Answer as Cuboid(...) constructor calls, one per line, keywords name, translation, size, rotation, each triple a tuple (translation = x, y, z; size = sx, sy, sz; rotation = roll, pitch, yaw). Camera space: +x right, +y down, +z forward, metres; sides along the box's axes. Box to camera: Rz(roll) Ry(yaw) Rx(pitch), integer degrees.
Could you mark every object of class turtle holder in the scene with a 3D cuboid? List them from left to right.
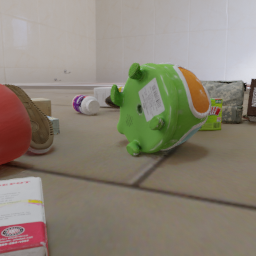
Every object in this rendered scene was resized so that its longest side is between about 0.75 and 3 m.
Cuboid(name="turtle holder", translation=(0.745, -0.276, 6.459), size=(1.820, 2.563, 1.947), rotation=(-7, 45, -29))

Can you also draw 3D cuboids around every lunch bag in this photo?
Cuboid(name="lunch bag", translation=(3.345, -1.008, 10.248), size=(1.787, 1.499, 1.245), rotation=(4, 12, 20))

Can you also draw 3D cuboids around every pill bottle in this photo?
Cuboid(name="pill bottle", translation=(-1.778, -0.989, 11.966), size=(0.792, 0.792, 1.409), rotation=(-8, 14, -34))

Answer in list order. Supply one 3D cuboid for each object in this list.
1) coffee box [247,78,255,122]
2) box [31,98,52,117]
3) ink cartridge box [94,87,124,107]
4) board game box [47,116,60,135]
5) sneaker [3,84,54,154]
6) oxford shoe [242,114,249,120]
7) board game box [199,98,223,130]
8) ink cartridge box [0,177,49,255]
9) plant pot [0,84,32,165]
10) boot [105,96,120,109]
Cuboid(name="coffee box", translation=(5.351, -0.859, 9.357), size=(2.381, 1.362, 0.949), rotation=(6, -9, 31))
Cuboid(name="box", translation=(-3.539, -0.464, 9.118), size=(1.924, 0.914, 0.748), rotation=(-11, 17, -39))
Cuboid(name="ink cartridge box", translation=(-0.365, -1.660, 14.691), size=(2.408, 1.031, 1.777), rotation=(0, 10, 15))
Cuboid(name="board game box", translation=(-2.436, -0.078, 8.290), size=(0.458, 0.450, 0.873), rotation=(-9, 15, -39))
Cuboid(name="sneaker", translation=(-2.662, 0.104, 6.982), size=(0.870, 1.374, 2.443), rotation=(-7, 43, -42))
Cuboid(name="oxford shoe", translation=(4.840, -0.485, 10.418), size=(1.109, 0.415, 0.391), rotation=(2, 11, 10))
Cuboid(name="board game box", translation=(1.911, -0.415, 8.652), size=(1.894, 0.962, 0.451), rotation=(-2, 8, -7))
Cuboid(name="ink cartridge box", translation=(-1.276, 0.994, 2.552), size=(1.033, 0.599, 1.400), rotation=(-4, 10, -17))
Cuboid(name="plant pot", translation=(-2.847, 0.111, 4.910), size=(1.675, 1.675, 1.482), rotation=(5, 22, 24))
Cuboid(name="boot", translation=(0.140, -1.522, 12.755), size=(2.330, 1.130, 0.871), rotation=(-1, 50, -14))
